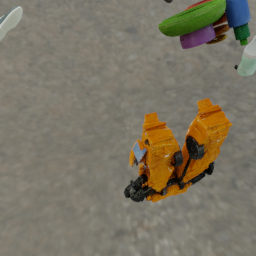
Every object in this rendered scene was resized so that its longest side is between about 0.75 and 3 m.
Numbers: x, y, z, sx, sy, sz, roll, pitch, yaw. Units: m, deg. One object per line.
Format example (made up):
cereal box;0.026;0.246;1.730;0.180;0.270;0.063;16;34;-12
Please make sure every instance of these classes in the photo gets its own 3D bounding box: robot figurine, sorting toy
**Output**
robot figurine;0.834;0.624;5.242;1.931;2.664;0.775;-14;60;-12
sorting toy;1.999;-2.400;6.714;1.764;1.205;2.936;-7;25;36

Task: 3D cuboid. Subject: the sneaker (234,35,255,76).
sneaker;2.891;-1.672;6.286;1.303;0.768;0.479;-37;64;-24

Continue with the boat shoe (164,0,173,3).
boat shoe;0.628;-3.053;5.569;0.477;0.439;1.336;-15;67;1

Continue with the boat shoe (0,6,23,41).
boat shoe;-2.424;-2.057;5.430;0.301;0.355;0.975;28;68;3
